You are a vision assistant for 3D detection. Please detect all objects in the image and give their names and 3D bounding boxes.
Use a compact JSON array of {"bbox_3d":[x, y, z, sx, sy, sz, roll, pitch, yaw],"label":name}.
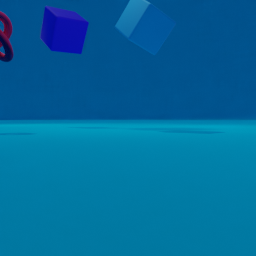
[{"bbox_3d":[-2.389,-3.625,10.419,1.240,1.240,1.240,-4,38,-37],"label":"cube"},{"bbox_3d":[-2.898,-2.010,6.012,1.084,1.014,0.501,19,13,-2],"label":"knot shape"},{"bbox_3d":[0.420,-2.591,7.056,0.941,0.941,0.941,19,25,-38],"label":"cube"}]
